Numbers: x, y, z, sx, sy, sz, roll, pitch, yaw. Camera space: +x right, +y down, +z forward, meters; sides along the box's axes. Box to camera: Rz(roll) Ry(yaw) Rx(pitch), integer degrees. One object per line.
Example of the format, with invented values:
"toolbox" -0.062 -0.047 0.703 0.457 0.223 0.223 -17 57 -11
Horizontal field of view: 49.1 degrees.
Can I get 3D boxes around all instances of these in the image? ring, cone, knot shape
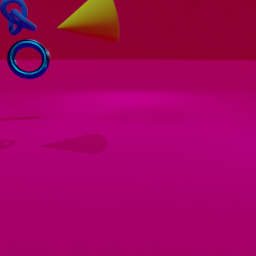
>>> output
"ring" -3.748 -2.590 10.563 1.539 1.539 0.308 -4 -3 -14
"cone" -1.256 -3.024 8.009 1.551 1.545 1.545 -19 20 -15
"knot shape" -3.168 -3.196 7.964 1.094 1.023 0.505 10 45 26
